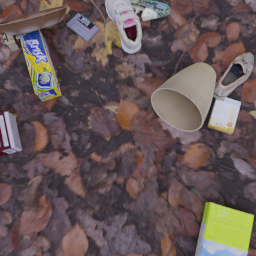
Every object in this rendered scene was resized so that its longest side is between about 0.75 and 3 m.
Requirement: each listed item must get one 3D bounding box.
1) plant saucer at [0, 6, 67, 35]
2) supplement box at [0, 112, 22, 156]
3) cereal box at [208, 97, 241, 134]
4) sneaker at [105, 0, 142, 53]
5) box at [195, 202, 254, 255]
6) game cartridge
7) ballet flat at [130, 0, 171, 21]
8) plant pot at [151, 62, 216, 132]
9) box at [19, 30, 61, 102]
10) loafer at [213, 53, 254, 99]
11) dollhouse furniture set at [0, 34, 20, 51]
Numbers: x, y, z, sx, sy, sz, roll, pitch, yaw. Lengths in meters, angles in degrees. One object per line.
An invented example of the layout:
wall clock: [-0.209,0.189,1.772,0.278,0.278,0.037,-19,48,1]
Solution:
plant saucer: [-3.510,-3.964,10.418,2.734,2.734,0.500,-17,119,-4]
supplement box: [-5.189,0.455,9.843,2.512,0.765,1.367,-15,77,-5]
cereal box: [3.560,-0.509,10.354,0.914,0.251,1.270,20,76,5]
sneaker: [-0.049,-4.038,10.403,0.992,1.076,2.439,-27,103,-6]
box: [3.057,3.821,9.079,1.498,0.586,2.457,16,76,4]
game cartridge: [-1.816,-4.076,11.300,1.161,0.223,0.753,40,83,9]
ballet flat: [0.501,-4.703,11.184,2.343,0.870,0.870,21,77,14]
plant pot: [2.204,-1.298,9.854,1.970,1.970,2.103,35,64,8]
box: [-3.279,-2.370,10.498,0.813,0.886,2.529,-19,77,-5]
loafer: [4.015,-2.033,10.373,0.860,0.752,2.393,40,72,13]
dollhouse furniture set: [-4.608,-3.505,10.991,0.707,0.501,0.770,-20,77,-5]
